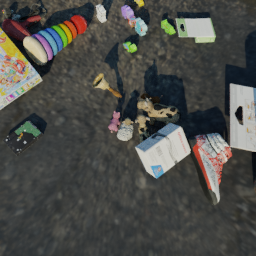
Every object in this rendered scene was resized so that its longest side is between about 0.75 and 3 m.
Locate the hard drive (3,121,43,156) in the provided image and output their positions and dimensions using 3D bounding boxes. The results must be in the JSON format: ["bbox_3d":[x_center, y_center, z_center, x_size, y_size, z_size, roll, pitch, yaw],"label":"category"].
[{"bbox_3d":[-3.290,0.306,8.787,0.711,0.192,1.017,39,69,18],"label":"hard drive"}]

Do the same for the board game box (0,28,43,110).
[{"bbox_3d":[-4.463,-2.124,9.661,1.781,0.454,2.650,-39,74,-11],"label":"board game box"}]

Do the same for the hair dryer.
[{"bbox_3d":[-4.023,-4.138,10.928,1.715,0.612,2.251,-13,63,-8],"label":"hair dryer"}]

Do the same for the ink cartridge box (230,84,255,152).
[{"bbox_3d":[4.189,-0.169,8.816,2.128,0.540,2.415,10,61,4],"label":"ink cartridge box"}]

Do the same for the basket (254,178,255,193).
[{"bbox_3d":[4.282,1.238,7.105,1.550,2.279,2.055,10,63,5],"label":"basket"}]

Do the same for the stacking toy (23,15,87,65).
[{"bbox_3d":[-2.546,-3.406,10.405,1.085,1.085,2.541,36,60,17],"label":"stacking toy"}]

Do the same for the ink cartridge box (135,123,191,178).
[{"bbox_3d":[1.033,0.634,8.117,1.348,0.974,0.568,-33,27,-17],"label":"ink cartridge box"}]

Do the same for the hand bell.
[{"bbox_3d":[-0.596,-1.294,9.232,1.042,0.542,0.542,33,57,-33],"label":"hand bell"}]

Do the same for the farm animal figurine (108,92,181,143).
[{"bbox_3d":[0.486,-0.307,8.649,1.998,1.005,1.614,-36,68,-17],"label":"farm animal figurine"}]

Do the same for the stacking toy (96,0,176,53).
[{"bbox_3d":[0.252,-4.268,10.987,2.050,0.639,2.719,-31,67,-15],"label":"stacking toy"}]

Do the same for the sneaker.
[{"bbox_3d":[2.542,1.081,8.083,1.120,0.698,2.091,-13,60,-4],"label":"sneaker"}]

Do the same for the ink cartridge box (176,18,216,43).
[{"bbox_3d":[2.600,-3.805,10.896,1.412,0.338,1.027,-3,62,-1],"label":"ink cartridge box"}]
